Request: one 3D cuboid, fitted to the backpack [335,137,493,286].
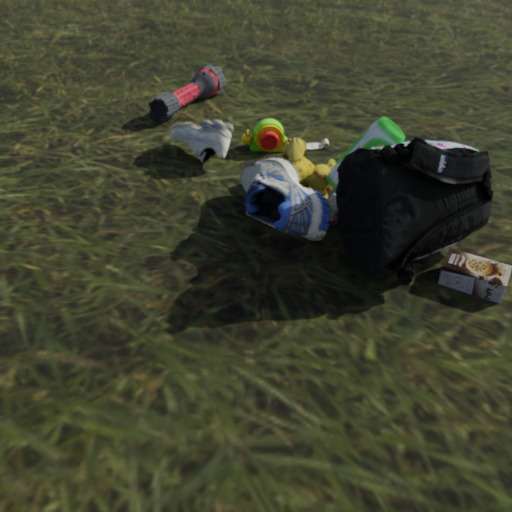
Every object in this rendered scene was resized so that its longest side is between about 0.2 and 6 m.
[{"bbox_3d":[3.048,-1.169,10.740,3.126,2.608,1.979,-17,26,-30],"label":"backpack"}]

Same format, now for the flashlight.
[{"bbox_3d":[-1.969,-4.789,16.452,0.915,0.912,2.693,24,43,22],"label":"flashlight"}]

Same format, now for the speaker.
[{"bbox_3d":[2.299,-2.078,11.886,0.772,1.747,0.772,29,34,-22],"label":"speaker"}]

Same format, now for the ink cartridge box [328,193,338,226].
[{"bbox_3d":[1.814,-1.020,11.798,0.581,0.792,0.328,-14,64,-18],"label":"ink cartridge box"}]

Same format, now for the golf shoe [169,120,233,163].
[{"bbox_3d":[-1.482,-2.839,14.036,2.034,0.989,0.796,8,4,43],"label":"golf shoe"}]

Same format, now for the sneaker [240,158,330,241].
[{"bbox_3d":[0.269,-1.302,11.489,1.276,1.154,2.994,0,24,-30],"label":"sneaker"}]

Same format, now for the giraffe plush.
[{"bbox_3d":[1.169,-1.905,12.775,1.214,1.292,1.497,16,21,-17],"label":"giraffe plush"}]

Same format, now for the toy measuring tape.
[{"bbox_3d":[0.761,-3.133,14.474,2.295,0.844,0.844,-2,39,-2],"label":"toy measuring tape"}]

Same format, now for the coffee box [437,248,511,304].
[{"bbox_3d":[4.047,0.356,10.398,1.146,0.457,0.647,18,42,21],"label":"coffee box"}]
